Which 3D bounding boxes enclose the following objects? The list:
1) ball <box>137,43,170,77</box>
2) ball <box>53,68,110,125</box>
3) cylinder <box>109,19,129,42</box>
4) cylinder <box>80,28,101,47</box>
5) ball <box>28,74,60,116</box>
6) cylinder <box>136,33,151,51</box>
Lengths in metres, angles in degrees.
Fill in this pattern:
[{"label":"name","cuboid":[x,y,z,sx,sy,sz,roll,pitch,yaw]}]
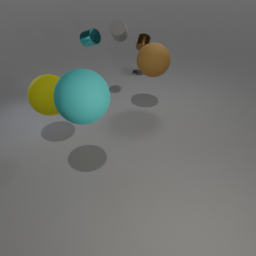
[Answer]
[{"label":"ball","cuboid":[1.059,-2.820,11.643,1.400,1.400,1.400,0,32,0]},{"label":"ball","cuboid":[-1.150,-0.781,7.035,1.400,1.400,1.400,0,32,0]},{"label":"cylinder","cuboid":[-0.371,-4.098,11.824,0.700,0.700,0.700,6,-3,9]},{"label":"cylinder","cuboid":[-1.706,-4.080,12.686,0.700,0.700,0.700,2,26,40]},{"label":"ball","cuboid":[-2.673,-1.114,9.531,1.400,1.400,1.400,0,32,0]},{"label":"cylinder","cuboid":[0.837,-4.644,15.233,0.700,0.700,0.700,9,72,14]}]
